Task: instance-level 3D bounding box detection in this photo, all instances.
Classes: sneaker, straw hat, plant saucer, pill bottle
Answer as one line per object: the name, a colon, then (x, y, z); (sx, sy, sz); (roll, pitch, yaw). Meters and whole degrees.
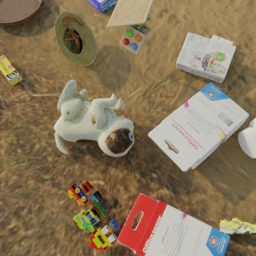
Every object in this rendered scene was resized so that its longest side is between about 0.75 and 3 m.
sneaker: (3.182, 2.772, 7.902); (1.175, 0.443, 0.449); (1, 65, -1)
straw hat: (-2.156, -3.186, 10.518); (0.869, 2.053, 2.053); (-13, 55, 41)
plant saucer: (-4.859, -5.218, 11.785); (2.567, 0.442, 2.567); (0, 65, 0)
pill bottle: (4.651, 0.059, 8.781); (2.217, 1.245, 1.245); (-26, 67, -11)

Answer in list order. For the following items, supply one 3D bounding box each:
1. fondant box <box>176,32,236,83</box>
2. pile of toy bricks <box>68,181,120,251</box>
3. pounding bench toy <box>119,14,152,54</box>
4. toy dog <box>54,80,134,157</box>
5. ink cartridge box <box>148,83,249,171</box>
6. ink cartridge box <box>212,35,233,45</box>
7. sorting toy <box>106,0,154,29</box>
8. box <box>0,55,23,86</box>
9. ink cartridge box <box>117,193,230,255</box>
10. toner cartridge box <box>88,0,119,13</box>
fondant box: (2.832, -2.583, 10.287); (1.808, 0.527, 1.304); (21, 82, 11)
pile of toy bricks: (-1.135, 2.488, 7.895); (0.940, 1.056, 1.904); (-38, 85, 13)
pounding bench toy: (0.305, -3.077, 8.906); (0.681, 1.096, 0.855); (29, 39, -1)
toy dog: (-0.946, -0.047, 8.620); (2.451, 1.710, 2.377); (26, 79, 11)
ink cartridge box: (2.162, 0.076, 8.904); (2.863, 0.971, 1.648); (-37, 70, -16)
ink cartridge box: (3.543, -3.164, 10.829); (0.807, 0.339, 0.587); (26, 68, 11)
sorting toy: (0.122, -3.519, 8.490); (1.413, 0.258, 1.308); (1, 59, 30)
box: (-4.426, -2.140, 10.356); (0.456, 0.304, 1.212); (-36, 69, -16)
ink cartridge box: (1.167, 3.026, 7.530); (2.584, 0.869, 1.501); (25, 67, 12)
toner cartridge box: (-1.475, -6.171, 12.176); (1.203, 0.547, 2.532); (-37, 70, -16)
